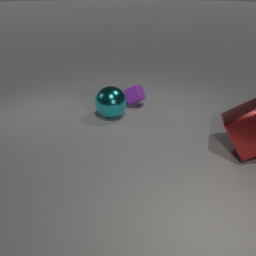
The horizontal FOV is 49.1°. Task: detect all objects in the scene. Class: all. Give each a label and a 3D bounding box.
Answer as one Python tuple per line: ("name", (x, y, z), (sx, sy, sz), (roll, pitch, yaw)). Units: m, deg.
("ball", (-0.743, -1.123, 12.199), (1.400, 1.400, 1.400), (0, 28, 0))
("cube", (4.082, -0.001, 9.299), (1.400, 1.400, 1.400), (-27, 10, 21))
("cube", (0.337, -1.584, 13.287), (0.700, 0.700, 0.700), (-21, -3, 26))
